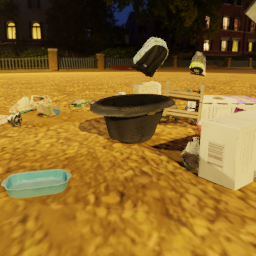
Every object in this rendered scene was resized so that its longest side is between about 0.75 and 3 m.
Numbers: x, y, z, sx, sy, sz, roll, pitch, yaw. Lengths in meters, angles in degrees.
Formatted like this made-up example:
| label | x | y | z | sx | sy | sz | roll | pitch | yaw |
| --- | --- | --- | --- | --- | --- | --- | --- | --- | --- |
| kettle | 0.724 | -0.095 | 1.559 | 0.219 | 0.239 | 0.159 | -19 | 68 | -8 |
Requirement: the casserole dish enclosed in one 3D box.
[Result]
| label | x | y | z | sx | sy | sz | roll | pitch | yaw |
| --- | --- | --- | --- | --- | --- | --- | --- | --- | --- |
| casserole dish | -1.896 | 1.176 | 5.902 | 1.398 | 0.271 | 0.847 | -4 | 15 | -16 |

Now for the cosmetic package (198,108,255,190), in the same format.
| label | x | y | z | sx | sy | sz | roll | pitch | yaw |
| --- | --- | --- | --- | --- | --- | --- | --- | --- | --- |
| cosmetic package | 2.889 | 0.377 | 6.745 | 2.526 | 1.425 | 1.025 | -13 | 19 | -35 |

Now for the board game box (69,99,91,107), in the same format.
| label | x | y | z | sx | sy | sz | roll | pitch | yaw |
| --- | --- | --- | --- | --- | --- | --- | --- | --- | --- |
| board game box | -2.771 | -1.455 | 16.280 | 0.923 | 0.207 | 1.762 | 3 | 15 | 3 |

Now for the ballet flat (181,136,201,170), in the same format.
| label | x | y | z | sx | sy | sz | roll | pitch | yaw |
| --- | --- | --- | --- | --- | --- | --- | --- | --- | --- |
| ballet flat | 1.771 | 0.558 | 7.581 | 0.544 | 0.604 | 1.605 | 13 | 17 | 15 |

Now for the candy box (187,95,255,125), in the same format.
| label | x | y | z | sx | sy | sz | roll | pitch | yaw |
| --- | --- | --- | --- | --- | --- | --- | --- | --- | --- |
| candy box | 4.139 | -0.769 | 11.965 | 2.791 | 0.999 | 2.341 | 1 | 15 | 1 |

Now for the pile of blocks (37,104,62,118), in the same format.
| label | x | y | z | sx | sy | sz | roll | pitch | yaw |
| --- | --- | --- | --- | --- | --- | --- | --- | --- | --- |
| pile of blocks | -3.654 | -0.714 | 13.073 | 0.507 | 0.670 | 1.631 | -40 | -11 | 20 |

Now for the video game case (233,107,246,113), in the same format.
| label | x | y | z | sx | sy | sz | roll | pitch | yaw |
| --- | --- | --- | --- | --- | --- | --- | --- | --- | --- |
| video game case | 4.852 | 0.001 | 8.915 | 2.110 | 0.417 | 2.327 | 17 | 10 | -15 |

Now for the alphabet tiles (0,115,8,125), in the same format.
| label | x | y | z | sx | sy | sz | roll | pitch | yaw |
| --- | --- | --- | --- | --- | --- | --- | --- | --- | --- |
| alphabet tiles | -6.056 | -0.309 | 11.918 | 1.906 | 0.142 | 1.948 | 3 | 14 | 11 |

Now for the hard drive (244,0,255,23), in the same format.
| label | x | y | z | sx | sy | sz | roll | pitch | yaw |
| --- | --- | --- | --- | --- | --- | --- | --- | --- | --- |
| hard drive | 5.125 | -4.486 | 10.881 | 1.053 | 0.735 | 0.173 | 24 | 28 | -28 |

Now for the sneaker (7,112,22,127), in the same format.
| label | x | y | z | sx | sy | sz | roll | pitch | yaw |
| --- | --- | --- | --- | --- | --- | --- | --- | --- | --- |
| sneaker | -4.653 | -0.285 | 11.382 | 0.535 | 0.493 | 1.339 | -17 | 13 | -11 |

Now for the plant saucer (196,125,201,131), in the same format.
| label | x | y | z | sx | sy | sz | roll | pitch | yaw |
| --- | --- | --- | --- | --- | --- | --- | --- | --- | --- |
| plant saucer | 3.156 | 0.117 | 10.134 | 1.138 | 0.209 | 1.140 | 0 | 15 | 0 |

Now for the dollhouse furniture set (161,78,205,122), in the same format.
| label | x | y | z | sx | sy | sz | roll | pitch | yaw |
| --- | --- | --- | --- | --- | --- | --- | --- | --- | --- |
| dollhouse furniture set | 2.051 | -1.007 | 11.208 | 1.414 | 1.406 | 2.006 | 8 | -2 | 1 |

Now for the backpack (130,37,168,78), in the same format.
| label | x | y | z | sx | sy | sz | roll | pitch | yaw |
| --- | --- | --- | --- | --- | --- | --- | --- | --- | --- |
| backpack | 1.072 | -3.279 | 12.638 | 1.310 | 1.235 | 1.606 | 22 | -37 | -23 |

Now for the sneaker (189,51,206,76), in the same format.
| label | x | y | z | sx | sy | sz | roll | pitch | yaw |
| --- | --- | --- | --- | --- | --- | --- | --- | --- | --- |
| sneaker | 3.126 | -2.754 | 12.227 | 0.731 | 0.801 | 1.979 | 13 | 3 | 12 |

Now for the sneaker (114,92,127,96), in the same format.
| label | x | y | z | sx | sy | sz | roll | pitch | yaw |
| --- | --- | --- | --- | --- | --- | --- | --- | --- | --- |
| sneaker | -0.459 | -1.082 | 13.253 | 1.104 | 1.029 | 2.785 | -9 | 16 | -14 |

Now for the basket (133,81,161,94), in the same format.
| label | x | y | z | sx | sy | sz | roll | pitch | yaw |
| --- | --- | --- | --- | --- | --- | --- | --- | --- | --- |
| basket | 0.968 | -1.638 | 14.502 | 1.164 | 1.447 | 1.434 | -5 | 15 | -12 |

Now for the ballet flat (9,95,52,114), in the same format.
| label | x | y | z | sx | sy | sz | roll | pitch | yaw |
| --- | --- | --- | --- | --- | --- | --- | --- | --- | --- |
| ballet flat | -5.015 | -1.272 | 14.404 | 0.917 | 0.775 | 2.425 | 7 | 16 | 35 |

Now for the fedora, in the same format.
| label | x | y | z | sx | sy | sz | roll | pitch | yaw |
| --- | --- | --- | --- | --- | --- | --- | --- | --- | --- |
| fedora | 0.185 | -0.318 | 9.475 | 2.960 | 1.352 | 2.960 | -1 | 16 | 0 |

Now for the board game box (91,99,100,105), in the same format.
| label | x | y | z | sx | sy | sz | roll | pitch | yaw |
| --- | --- | --- | --- | --- | --- | --- | --- | --- | --- |
| board game box | -1.217 | -1.520 | 16.319 | 1.110 | 0.284 | 1.639 | 9 | 17 | 31 |
